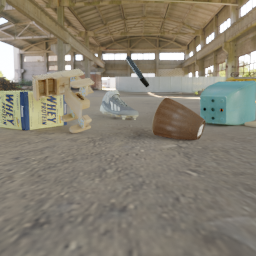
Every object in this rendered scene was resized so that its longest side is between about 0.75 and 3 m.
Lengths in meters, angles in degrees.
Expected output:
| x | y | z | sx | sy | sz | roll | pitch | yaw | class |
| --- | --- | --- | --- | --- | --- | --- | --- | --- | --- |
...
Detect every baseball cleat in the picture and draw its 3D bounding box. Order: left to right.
| x | y | z | sx | sy | sz | roll | pitch | yaw | class |
| --- | --- | --- | --- | --- | --- | --- | --- | --- | --- |
| -0.485 | -1.171 | 13.676 | 2.613 | 1.391 | 0.911 | 11 | 5 | 43 | baseball cleat |

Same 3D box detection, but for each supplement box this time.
| x | y | z | sx | sy | sz | roll | pitch | yaw | class |
| --- | --- | --- | --- | --- | --- | --- | --- | --- | --- |
| -3.764 | -0.749 | 10.795 | 2.013 | 1.353 | 2.015 | 5 | 10 | 33 | supplement box |

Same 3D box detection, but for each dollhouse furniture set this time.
| x | y | z | sx | sy | sz | roll | pitch | yaw | class |
| --- | --- | --- | --- | --- | --- | --- | --- | --- | --- |
| -2.084 | -0.993 | 8.887 | 1.221 | 1.723 | 1.876 | -19 | 47 | -32 | dollhouse furniture set |

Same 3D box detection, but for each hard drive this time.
| x | y | z | sx | sy | sz | roll | pitch | yaw | class |
| --- | --- | --- | --- | --- | --- | --- | --- | --- | --- |
| 0.392 | -2.275 | 11.328 | 0.202 | 1.226 | 0.856 | -35 | -24 | 10 | hard drive |

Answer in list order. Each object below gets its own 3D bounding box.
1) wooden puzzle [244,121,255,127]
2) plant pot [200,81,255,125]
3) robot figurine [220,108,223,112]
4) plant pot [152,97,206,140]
| x | y | z | sx | sy | sz | roll | pitch | yaw | class |
| --- | --- | --- | --- | --- | --- | --- | --- | --- | --- |
| 5.218 | -0.131 | 10.720 | 1.094 | 0.204 | 1.012 | -10 | 12 | -28 | wooden puzzle |
| 4.016 | -0.947 | 11.586 | 1.709 | 1.710 | 2.419 | 7 | 18 | 40 | plant pot |
| 5.196 | -0.976 | 15.615 | 1.174 | 0.471 | 1.620 | 1 | 7 | 6 | robot figurine |
| 1.515 | -0.141 | 8.020 | 1.247 | 1.165 | 1.165 | 22 | 17 | 27 | plant pot |
